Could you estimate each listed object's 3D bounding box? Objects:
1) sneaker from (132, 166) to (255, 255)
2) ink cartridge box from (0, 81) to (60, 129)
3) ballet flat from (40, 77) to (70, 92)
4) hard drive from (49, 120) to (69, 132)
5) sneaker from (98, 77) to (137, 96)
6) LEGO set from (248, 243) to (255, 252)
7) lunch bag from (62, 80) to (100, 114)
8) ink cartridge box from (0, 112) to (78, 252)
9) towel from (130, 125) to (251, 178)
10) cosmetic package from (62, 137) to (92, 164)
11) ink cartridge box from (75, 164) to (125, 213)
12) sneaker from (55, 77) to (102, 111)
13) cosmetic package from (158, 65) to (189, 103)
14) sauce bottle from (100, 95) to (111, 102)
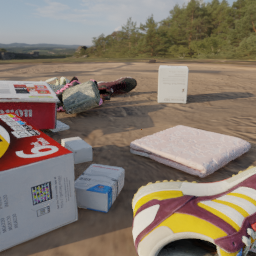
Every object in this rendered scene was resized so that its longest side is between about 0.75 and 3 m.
[{"bbox_3d":[1.310,1.171,3.365,2.500,0.937,1.126,-11,34,3],"label":"sneaker"},{"bbox_3d":[-3.420,-0.586,7.887,2.602,1.091,2.284,-3,22,-26],"label":"ink cartridge box"},{"bbox_3d":[-3.554,-2.232,14.594,0.903,0.903,2.516,12,20,35],"label":"ballet flat"},{"bbox_3d":[-2.253,-0.065,8.710,0.541,0.108,0.821,-13,21,-36],"label":"hard drive"},{"bbox_3d":[-0.585,-1.884,13.728,2.194,0.830,1.268,-11,23,0],"label":"sneaker"},{"bbox_3d":[2.099,1.232,3.866,1.889,0.464,1.411,3,14,30],"label":"LEGO set"},{"bbox_3d":[-1.688,-1.044,10.096,1.326,0.924,1.112,-19,20,2],"label":"lunch bag"},{"bbox_3d":[-2.489,0.739,4.301,2.416,1.154,2.752,-14,22,-36],"label":"ink cartridge box"},{"bbox_3d":[1.465,0.460,6.614,2.069,0.349,2.166,15,23,42],"label":"towel"},{"bbox_3d":[-1.186,0.496,6.455,0.453,0.357,0.841,-8,19,-28],"label":"cosmetic package"},{"bbox_3d":[-0.498,0.992,4.785,0.659,0.386,0.900,6,17,16],"label":"ink cartridge box"},{"bbox_3d":[-2.305,-1.376,11.045,2.650,1.264,1.047,-11,20,-28],"label":"sneaker"},{"bbox_3d":[1.990,-1.968,12.489,1.272,1.520,1.264,2,17,7],"label":"cosmetic package"},{"bbox_3d":[-1.300,-1.270,12.274,1.065,0.352,0.352,-4,17,-22],"label":"sauce bottle"}]
